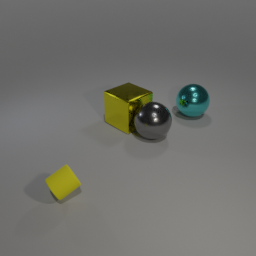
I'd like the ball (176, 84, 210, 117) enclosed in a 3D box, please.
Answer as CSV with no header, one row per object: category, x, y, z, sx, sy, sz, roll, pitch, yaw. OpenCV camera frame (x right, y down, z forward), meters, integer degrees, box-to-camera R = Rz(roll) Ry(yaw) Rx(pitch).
ball,2.724,-1.157,11.801,1.400,1.400,1.400,0,31,0

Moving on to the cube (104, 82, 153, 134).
cube,0.007,-0.836,11.274,1.400,1.400,1.400,-26,40,-37

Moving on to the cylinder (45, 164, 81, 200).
cylinder,-1.759,1.472,7.620,0.700,0.700,0.700,-36,41,-12

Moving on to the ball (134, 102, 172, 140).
ball,0.912,-0.272,10.327,1.400,1.400,1.400,0,31,0
